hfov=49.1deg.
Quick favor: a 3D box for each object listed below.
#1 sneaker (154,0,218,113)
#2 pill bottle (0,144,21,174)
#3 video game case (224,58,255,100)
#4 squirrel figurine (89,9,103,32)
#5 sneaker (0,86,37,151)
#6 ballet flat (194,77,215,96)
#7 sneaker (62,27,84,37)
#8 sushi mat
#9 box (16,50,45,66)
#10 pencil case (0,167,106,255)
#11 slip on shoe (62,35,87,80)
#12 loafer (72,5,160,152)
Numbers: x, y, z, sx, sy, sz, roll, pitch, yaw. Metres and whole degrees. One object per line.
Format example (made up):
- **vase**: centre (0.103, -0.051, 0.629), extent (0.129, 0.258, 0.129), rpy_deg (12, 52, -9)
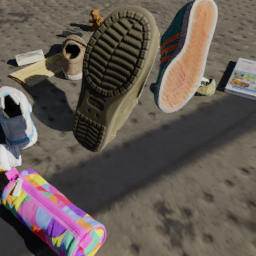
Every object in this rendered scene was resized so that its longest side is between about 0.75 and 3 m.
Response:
- **sneaker**: centre (1.191, -1.641, 6.558), extent (0.954, 2.672, 1.068), rpy_deg (21, 0, -23)
- **pill bottle**: centre (-3.557, 0.845, 7.254), extent (1.399, 0.764, 0.764), rpy_deg (-10, 43, -12)
- **video game case**: centre (4.875, -1.852, 10.679), extent (1.814, 0.228, 2.533), rpy_deg (19, 45, 20)
- **squirrel figurine**: centre (-1.492, -5.384, 14.038), extent (1.073, 1.002, 0.760), rpy_deg (33, 51, 32)
- **sneaker**: centre (-3.552, -0.700, 8.623), extent (1.111, 1.285, 2.965), rpy_deg (-22, 45, -21)
- **ballet flat**: centre (2.071, -1.559, 10.008), extent (2.088, 0.738, 0.738), rpy_deg (3, 42, 3)
- **sneaker**: centre (-2.703, -4.708, 13.767), extent (1.008, 0.385, 0.577), rpy_deg (-3, 40, -8)
- **sushi mat**: centre (-3.302, -2.429, 11.368), extent (1.254, 0.159, 2.621), rpy_deg (29, 49, 30)
- **box**: centre (-4.070, -2.927, 11.654), extent (1.091, 0.373, 0.448), rpy_deg (-18, 33, -12)
- **pencil case**: centre (-1.655, 1.835, 5.938), extent (2.500, 1.105, 1.105), rpy_deg (28, 49, 26)
- **slip on shoe**: centre (-2.230, -3.149, 11.441), extent (1.099, 0.876, 2.891), rpy_deg (-2, 47, -3)
- **loafer**: centre (-0.247, -0.794, 4.921), extent (1.048, 2.757, 0.930), rpy_deg (36, 36, 9)
